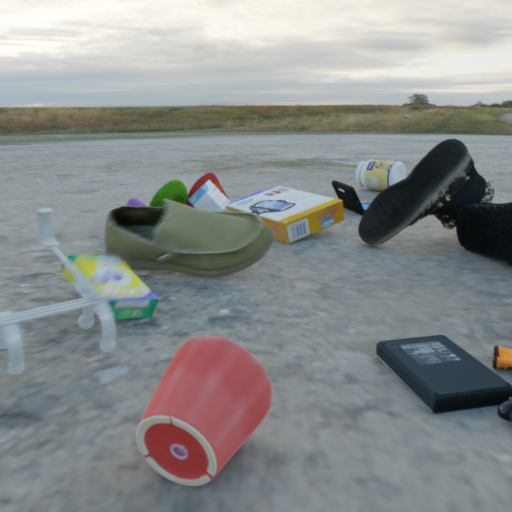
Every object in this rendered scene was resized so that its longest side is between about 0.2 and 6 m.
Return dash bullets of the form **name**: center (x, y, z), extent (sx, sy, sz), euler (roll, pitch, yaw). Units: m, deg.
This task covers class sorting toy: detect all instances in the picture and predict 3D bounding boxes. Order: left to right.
- **sorting toy**: center (-1.529, -0.993, 12.702), extent (1.143, 1.150, 3.317), euler (36, 30, 19)

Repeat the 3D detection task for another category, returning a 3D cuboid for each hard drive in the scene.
- **hard drive**: center (1.896, 1.178, 5.777), extent (0.865, 0.204, 1.239), euler (-4, 16, -12)

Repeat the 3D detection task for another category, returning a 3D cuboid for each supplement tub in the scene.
- **supplement tub**: center (3.869, -2.491, 17.419), extent (1.319, 0.959, 0.959), euler (12, 20, 37)

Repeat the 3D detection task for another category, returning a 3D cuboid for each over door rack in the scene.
- **over door rack**: center (-3.074, 0.476, 6.570), extent (2.094, 0.944, 2.835), euler (-11, 34, -30)

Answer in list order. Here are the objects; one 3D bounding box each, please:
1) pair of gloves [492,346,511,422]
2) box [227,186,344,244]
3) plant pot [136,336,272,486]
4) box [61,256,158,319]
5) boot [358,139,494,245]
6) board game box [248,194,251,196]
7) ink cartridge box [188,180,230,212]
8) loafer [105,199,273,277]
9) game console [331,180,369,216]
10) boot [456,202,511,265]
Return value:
- **pair of gloves**: center (3.124, 1.313, 5.298), extent (1.632, 0.226, 1.831), euler (4, 13, 19)
- **box**: center (0.520, -0.981, 12.413), extent (1.544, 0.538, 2.593), euler (-23, 23, -27)
- **plant pot**: center (-0.434, 1.249, 4.402), extent (0.950, 0.950, 0.840), euler (6, 28, 20)
- **box**: center (-2.008, 0.361, 7.569), extent (0.798, 0.329, 1.360), euler (2, 25, -46)
- **boot**: center (3.424, -0.946, 11.072), extent (1.921, 2.552, 0.934), euler (22, 27, -44)
- **board game box**: center (0.517, -1.315, 14.506), extent (1.134, 0.356, 2.375), euler (-3, 19, -8)
- **ink cartridge box**: center (-1.047, -1.226, 12.965), extent (0.516, 0.823, 0.529), euler (-39, 9, 31)
- **loafer**: center (-1.190, -0.329, 9.054), extent (2.898, 0.977, 1.102), euler (-4, 47, 10)
- **game console**: center (2.685, -1.505, 14.343), extent (0.788, 1.191, 1.354), euler (-31, 20, -5)
- **boot**: center (5.547, -0.496, 9.673), extent (2.820, 1.282, 3.356), euler (-7, 10, -10)
